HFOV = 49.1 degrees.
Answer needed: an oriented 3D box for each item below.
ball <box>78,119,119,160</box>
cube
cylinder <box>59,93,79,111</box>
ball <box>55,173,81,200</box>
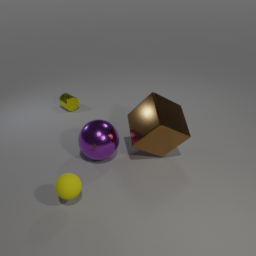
[{"bbox_3d":[-0.997,0.403,9.594,1.400,1.400,1.400,0,29,0],"label":"ball"},{"bbox_3d":[1.002,-0.081,9.447,1.400,1.400,1.400,20,45,-34],"label":"cube"},{"bbox_3d":[-2.793,-1.228,13.243,0.700,0.700,0.700,-23,36,-35],"label":"cylinder"},{"bbox_3d":[-1.614,1.575,7.577,0.700,0.700,0.700,0,29,0],"label":"ball"}]
